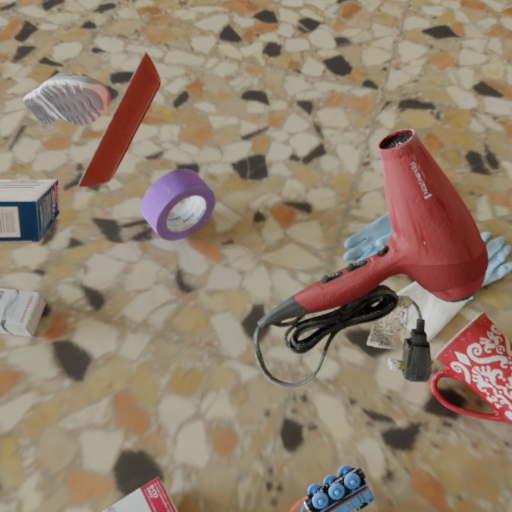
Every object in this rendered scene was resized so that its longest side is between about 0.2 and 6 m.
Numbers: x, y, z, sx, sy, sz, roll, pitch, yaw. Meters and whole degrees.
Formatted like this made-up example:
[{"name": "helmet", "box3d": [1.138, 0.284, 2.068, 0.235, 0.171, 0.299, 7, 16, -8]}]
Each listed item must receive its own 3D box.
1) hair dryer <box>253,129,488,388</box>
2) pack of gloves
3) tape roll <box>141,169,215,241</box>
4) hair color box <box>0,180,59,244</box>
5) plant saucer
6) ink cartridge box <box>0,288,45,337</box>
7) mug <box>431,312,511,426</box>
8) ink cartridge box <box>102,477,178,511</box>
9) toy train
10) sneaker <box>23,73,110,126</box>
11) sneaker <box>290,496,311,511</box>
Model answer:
[{"name": "hair dryer", "box3d": [1.396, 0.216, 6.141, 2.416, 3.172, 0.862, 4, 22, -19]}, {"name": "pack of gloves", "box3d": [3.026, -0.131, 9.669, 2.692, 0.531, 2.262, -34, 61, -20]}, {"name": "tape roll", "box3d": [-1.343, -0.879, 9.747, 1.219, 1.219, 0.518, -32, 62, -20]}, {"name": "hair color box", "box3d": [-2.994, -0.591, 6.968, 0.847, 0.513, 1.694, -1, 16, -11]}, {"name": "plant saucer", "box3d": [-1.785, -1.814, 7.707, 0.341, 1.861, 1.857, 27, 99, -15]}, {"name": "ink cartridge box", "box3d": [-3.969, 0.903, 9.047, 0.902, 0.375, 0.661, 7, 56, 4]}, {"name": "mug", "box3d": [3.461, 1.820, 8.251, 1.519, 1.348, 1.013, 46, 31, 22]}, {"name": "ink cartridge box", "box3d": [-1.502, 3.531, 6.961, 1.190, 0.865, 0.861, -27, 60, -17]}, {"name": "toy train", "box3d": [0.764, 2.217, 5.161, 0.636, 0.276, 0.364, -29, 96, -6]}, {"name": "sneaker", "box3d": [-2.749, -2.474, 8.314, 2.045, 0.764, 0.839, 13, 60, 44]}, {"name": "sneaker", "box3d": [1.189, 4.181, 6.269, 1.204, 1.280, 3.126, -23, 59, -15]}]
